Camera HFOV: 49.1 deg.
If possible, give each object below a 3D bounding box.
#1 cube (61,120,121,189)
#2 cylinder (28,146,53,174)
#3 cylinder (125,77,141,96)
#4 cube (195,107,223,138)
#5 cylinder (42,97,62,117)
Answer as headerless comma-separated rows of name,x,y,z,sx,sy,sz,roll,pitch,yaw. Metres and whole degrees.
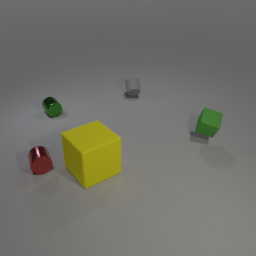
cube,-1.168,0.808,9.067,1.400,1.400,1.400,-21,37,-31
cylinder,-2.928,1.065,9.321,0.700,0.700,0.700,-13,33,-20
cylinder,0.250,-2.082,14.032,0.700,0.700,0.700,-4,69,-6
cube,2.933,-0.194,10.175,0.700,0.700,0.700,20,58,4
cylinder,-3.407,-0.952,12.579,0.700,0.700,0.700,-19,40,-28
